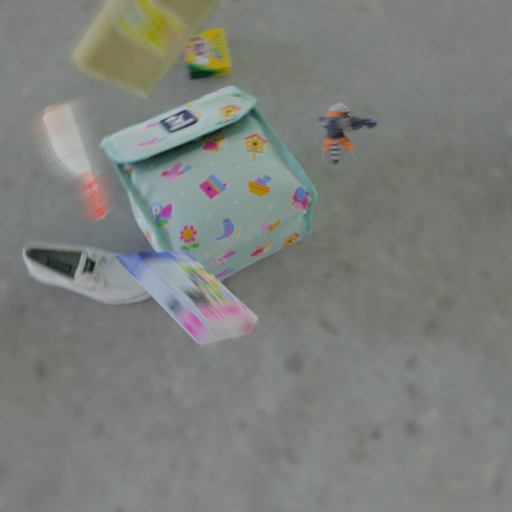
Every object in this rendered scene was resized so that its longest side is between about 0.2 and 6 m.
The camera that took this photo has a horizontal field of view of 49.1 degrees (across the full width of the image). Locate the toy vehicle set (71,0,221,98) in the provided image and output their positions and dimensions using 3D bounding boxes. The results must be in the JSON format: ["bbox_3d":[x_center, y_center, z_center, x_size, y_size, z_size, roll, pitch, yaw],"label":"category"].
[{"bbox_3d":[-1.548,-3.424,8.215,2.167,1.347,0.287,-44,60,24],"label":"toy vehicle set"}]

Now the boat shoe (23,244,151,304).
[{"bbox_3d":[-2.728,0.279,9.164,2.233,0.745,0.821,6,72,2],"label":"boat shoe"}]

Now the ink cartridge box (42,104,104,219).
[{"bbox_3d":[-2.218,-1.086,6.742,0.336,1.088,1.341,-17,103,-19],"label":"ink cartridge box"}]

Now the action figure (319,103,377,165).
[{"bbox_3d":[1.129,-1.582,7.196,0.789,0.413,0.763,2,108,32],"label":"action figure"}]

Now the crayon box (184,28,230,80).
[{"bbox_3d":[-0.964,-3.898,10.807,0.801,0.271,0.928,-9,72,-3],"label":"crayon box"}]

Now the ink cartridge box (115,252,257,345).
[{"bbox_3d":[-0.881,0.400,7.045,1.698,1.013,0.356,38,110,26],"label":"ink cartridge box"}]

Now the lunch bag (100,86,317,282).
[{"bbox_3d":[-0.833,-1.267,9.108,2.581,1.848,3.030,-27,72,-9],"label":"lunch bag"}]
